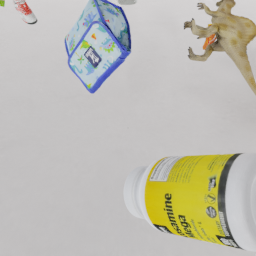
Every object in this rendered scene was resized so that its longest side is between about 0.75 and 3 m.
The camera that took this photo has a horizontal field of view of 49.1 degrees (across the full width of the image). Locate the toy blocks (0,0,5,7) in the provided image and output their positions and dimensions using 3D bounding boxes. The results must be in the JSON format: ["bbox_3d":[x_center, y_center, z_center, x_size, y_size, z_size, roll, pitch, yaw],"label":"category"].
[{"bbox_3d":[-2.752,-2.970,5.537,0.470,0.940,0.643,24,21,25],"label":"toy blocks"}]

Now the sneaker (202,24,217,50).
[{"bbox_3d":[2.684,-3.063,8.956,0.449,1.163,0.424,33,23,14],"label":"sneaker"}]

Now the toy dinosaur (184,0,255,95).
[{"bbox_3d":[1.962,-1.841,5.690,1.418,0.816,2.804,-5,64,1],"label":"toy dinosaur"}]

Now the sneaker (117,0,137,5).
[{"bbox_3d":[-0.103,-4.439,7.787,0.901,1.444,2.448,-2,12,0],"label":"sneaker"}]

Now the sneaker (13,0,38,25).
[{"bbox_3d":[-2.370,-2.742,6.318,0.283,0.454,0.848,-33,69,-18],"label":"sneaker"}]

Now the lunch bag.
[{"bbox_3d":[-0.537,-1.504,5.180,0.882,1.176,1.384,5,55,-41],"label":"lunch bag"}]

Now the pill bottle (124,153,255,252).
[{"bbox_3d":[0.756,0.801,3.310,1.688,0.949,0.949,-10,20,48],"label":"pill bottle"}]
